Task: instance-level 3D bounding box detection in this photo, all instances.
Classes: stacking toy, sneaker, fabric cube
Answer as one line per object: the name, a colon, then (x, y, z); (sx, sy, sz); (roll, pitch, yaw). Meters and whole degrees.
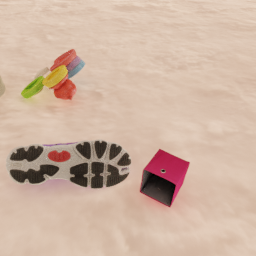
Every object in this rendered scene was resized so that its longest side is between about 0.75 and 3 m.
stacking toy: (-2.651, -1.719, 10.455); (2.215, 1.033, 2.446); (-23, 32, 26)
sneaker: (-1.377, 0.721, 6.897); (2.930, 1.181, 1.222); (5, 7, -9)
fabric cube: (0.828, 1.114, 6.335); (0.798, 0.813, 0.810); (24, 41, 21)

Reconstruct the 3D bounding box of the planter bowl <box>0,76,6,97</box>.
planter bowl: (-5.747, -1.872, 10.137); (2.156, 1.451, 2.156); (1, 37, 0)
